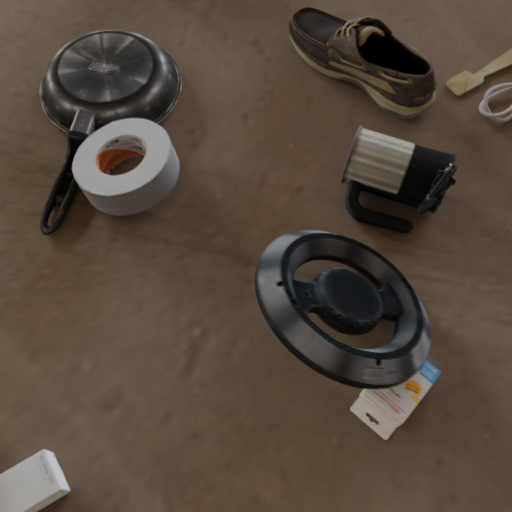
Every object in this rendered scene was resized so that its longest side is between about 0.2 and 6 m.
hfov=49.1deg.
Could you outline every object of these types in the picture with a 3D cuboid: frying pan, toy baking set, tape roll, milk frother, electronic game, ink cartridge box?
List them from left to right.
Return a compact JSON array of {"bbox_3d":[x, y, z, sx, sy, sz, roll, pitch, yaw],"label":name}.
[{"bbox_3d":[-2.987,-2.471,9.358,2.447,0.658,4.045,32,66,15],"label":"frying pan"},{"bbox_3d":[-2.007,-1.397,8.685,1.559,0.515,1.559,-5,57,8],"label":"tape roll"},{"bbox_3d":[1.176,0.612,7.430,2.534,0.527,2.534,15,43,-15],"label":"electronic game"},{"bbox_3d":[1.837,1.789,7.415,0.640,0.377,1.112,39,70,16],"label":"ink cartridge box"},{"bbox_3d":[2.060,-1.231,8.173,1.519,1.615,1.458,19,70,9],"label":"milk frother"},{"bbox_3d":[4.996,-2.984,9.681,3.006,0.350,2.307,26,67,12],"label":"toy baking set"}]

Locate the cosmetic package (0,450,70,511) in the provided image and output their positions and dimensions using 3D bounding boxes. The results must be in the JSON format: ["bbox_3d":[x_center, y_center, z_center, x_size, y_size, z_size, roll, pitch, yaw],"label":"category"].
[{"bbox_3d":[-2.951,2.937,6.860,1.118,0.398,0.567,-29,68,-14],"label":"cosmetic package"}]

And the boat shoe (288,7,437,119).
[{"bbox_3d":[1.849,-3.557,9.544,2.956,1.084,1.101,35,70,15],"label":"boat shoe"}]
